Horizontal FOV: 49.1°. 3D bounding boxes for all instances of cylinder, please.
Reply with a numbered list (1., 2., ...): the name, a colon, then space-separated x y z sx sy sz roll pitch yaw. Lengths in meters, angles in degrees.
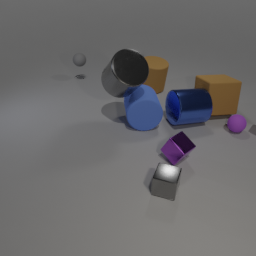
1. cylinder: 1.216 -2.640 13.888 1.400 1.400 1.400 4 39 -4
2. cylinder: 0.584 -0.830 11.217 1.400 1.400 1.400 -3 32 -5
3. cylinder: -0.135 -1.960 10.253 1.400 1.400 1.400 -16 -5 -23
4. cylinder: 2.398 -0.861 11.186 1.400 1.400 1.400 -6 33 -16

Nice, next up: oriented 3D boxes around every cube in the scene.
1. cube: 1.646 0.661 9.213 0.700 0.700 0.700 -26 68 -39
2. cube: 3.723 -1.423 11.878 1.400 1.400 1.400 -4 24 -11
3. cube: 1.117 1.549 8.137 0.700 0.700 0.700 12 37 16

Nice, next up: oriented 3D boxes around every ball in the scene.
1. ball: -2.519 -3.544 14.550 0.700 0.700 0.700 0 33 0
2. ball: 4.215 -0.177 10.843 0.700 0.700 0.700 0 33 0
